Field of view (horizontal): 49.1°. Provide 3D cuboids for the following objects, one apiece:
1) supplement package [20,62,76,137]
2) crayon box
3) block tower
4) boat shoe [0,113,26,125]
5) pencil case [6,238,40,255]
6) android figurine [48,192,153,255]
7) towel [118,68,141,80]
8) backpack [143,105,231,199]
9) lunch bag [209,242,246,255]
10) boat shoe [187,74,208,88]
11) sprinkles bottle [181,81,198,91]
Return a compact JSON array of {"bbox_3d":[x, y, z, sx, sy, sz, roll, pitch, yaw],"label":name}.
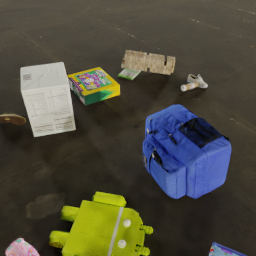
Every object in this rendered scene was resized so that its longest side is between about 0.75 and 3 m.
[{"bbox_3d":[-3.044,-1.092,10.767,1.633,2.167,1.645,-11,43,-12],"label":"supplement package"},{"bbox_3d":[-1.646,-2.012,13.163,1.777,0.600,2.059,-20,44,-24],"label":"crayon box"},{"bbox_3d":[1.047,-3.425,14.578,2.714,0.785,0.733,7,40,3],"label":"block tower"},{"bbox_3d":[-4.650,-0.444,11.409,1.200,0.443,0.444,8,34,10],"label":"boat shoe"},{"bbox_3d":[-2.400,3.258,6.833,1.284,0.561,0.561,27,46,30],"label":"pencil case"},{"bbox_3d":[-0.670,2.785,7.430,2.612,0.536,2.377,8,40,12],"label":"android figurine"},{"bbox_3d":[0.105,-2.913,14.592,0.862,0.177,1.156,17,43,21],"label":"towel"},{"bbox_3d":[1.535,0.596,8.784,2.248,2.176,2.678,-19,44,-18],"label":"backpack"},{"bbox_3d":[2.572,3.595,6.023,1.868,0.879,1.406,12,42,23],"label":"lunch bag"},{"bbox_3d":[3.417,-2.366,13.689,0.413,0.476,1.117,-28,47,-30],"label":"boat shoe"},{"bbox_3d":[2.953,-2.004,13.402,0.839,0.286,0.286,-19,43,-21],"label":"sprinkles bottle"}]
